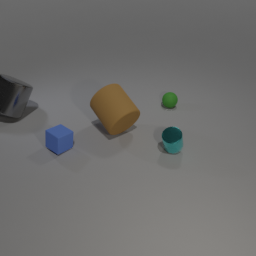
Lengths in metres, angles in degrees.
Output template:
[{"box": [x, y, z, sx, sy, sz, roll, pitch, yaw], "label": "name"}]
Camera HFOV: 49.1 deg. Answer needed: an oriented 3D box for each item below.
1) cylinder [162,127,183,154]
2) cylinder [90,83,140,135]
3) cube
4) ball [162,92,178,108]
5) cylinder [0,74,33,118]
[{"box": [1.547, 0.421, 9.690, 0.700, 0.700, 0.700, -7, 55, 10], "label": "cylinder"}, {"box": [-0.488, -0.696, 10.492, 1.400, 1.400, 1.400, -24, 67, -32], "label": "cylinder"}, {"box": [-2.431, 0.390, 9.924, 0.700, 0.700, 0.700, 27, 34, 29], "label": "cube"}, {"box": [1.879, -1.262, 12.564, 0.700, 0.700, 0.700, 0, 33, 0], "label": "ball"}, {"box": [-4.849, -1.315, 11.578, 1.400, 1.400, 1.400, 24, 7, -3], "label": "cylinder"}]
